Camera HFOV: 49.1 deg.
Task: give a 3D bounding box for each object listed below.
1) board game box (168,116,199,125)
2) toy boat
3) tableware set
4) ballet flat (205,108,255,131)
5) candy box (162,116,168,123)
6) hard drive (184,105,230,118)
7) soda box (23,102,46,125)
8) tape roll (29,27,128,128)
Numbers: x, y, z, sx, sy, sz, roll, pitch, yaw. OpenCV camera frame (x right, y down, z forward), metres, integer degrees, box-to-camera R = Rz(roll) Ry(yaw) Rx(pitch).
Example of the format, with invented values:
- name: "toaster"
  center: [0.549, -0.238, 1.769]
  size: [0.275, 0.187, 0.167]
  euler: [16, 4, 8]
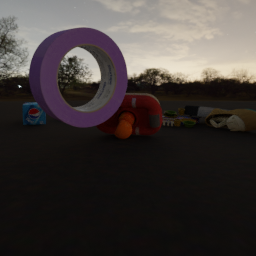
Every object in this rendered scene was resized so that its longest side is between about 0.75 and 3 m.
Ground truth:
- name: "board game box"
  center: [2.523, -0.347, 12.722]
  size: [1.192, 0.267, 0.801]
  euler: [-4, 8, -30]
- name: "toy boat"
  center: [-0.076, -0.221, 8.733]
  size: [2.191, 1.430, 1.432]
  euler: [2, 37, 17]
- name: "tableware set"
  center: [2.200, -0.490, 12.048]
  size: [1.420, 0.323, 2.108]
  euler: [5, 18, 8]
- name: "ballet flat"
  center: [3.830, -0.213, 10.416]
  size: [0.829, 0.903, 2.632]
  euler: [-31, 13, -13]
- name: "candy box"
  center: [1.414, -0.417, 13.195]
  size: [0.677, 0.289, 0.807]
  euler: [-3, 8, -21]
- name: "hard drive"
  center: [3.940, -0.644, 12.894]
  size: [2.504, 0.530, 1.689]
  euler: [7, 5, -17]
- name: "soda box"
  center: [-4.430, -0.728, 13.235]
  size: [0.952, 0.900, 2.806]
  euler: [-2, 7, -18]
- name: "tape roll"
  center: [-1.250, -1.324, 7.484]
  size: [2.539, 2.539, 0.833]
  euler: [-5, 15, -36]
